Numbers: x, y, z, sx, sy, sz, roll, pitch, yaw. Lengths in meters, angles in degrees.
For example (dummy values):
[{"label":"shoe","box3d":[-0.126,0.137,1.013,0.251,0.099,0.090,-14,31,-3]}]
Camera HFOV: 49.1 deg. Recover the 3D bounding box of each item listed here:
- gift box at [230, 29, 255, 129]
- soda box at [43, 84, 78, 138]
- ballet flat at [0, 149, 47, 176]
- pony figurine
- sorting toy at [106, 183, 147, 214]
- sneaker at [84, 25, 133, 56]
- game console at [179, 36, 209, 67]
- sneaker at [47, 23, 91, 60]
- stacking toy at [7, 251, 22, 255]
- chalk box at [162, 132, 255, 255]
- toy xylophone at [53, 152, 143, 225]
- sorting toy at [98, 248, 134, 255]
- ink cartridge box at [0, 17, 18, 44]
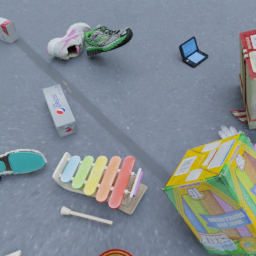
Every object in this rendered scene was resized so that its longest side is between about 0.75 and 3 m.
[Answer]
[{"label":"gift box","box3d":[4.836,-1.647,9.265,2.926,2.732,2.700,-4,51,22]},{"label":"soda box","box3d":[-2.368,-0.629,9.715,0.659,0.613,1.932,-20,55,-15]},{"label":"ballet flat","box3d":[-3.584,1.001,8.414,2.203,0.790,0.790,-8,53,-12]},{"label":"pony figurine","box3d":[4.107,0.571,8.253,2.393,1.993,2.310,-4,60,-22]},{"label":"sorting toy","box3d":[-0.111,1.871,8.080,1.061,0.194,0.982,22,55,22]},{"label":"sneaker","box3d":[-0.878,-3.515,10.889,2.457,1.046,0.959,-1,26,39]},{"label":"game console","box3d":[2.758,-3.179,11.680,1.069,0.622,0.941,-37,61,-24]},{"label":"sneaker","box3d":[-2.273,-3.574,11.887,1.008,0.930,2.286,34,64,16]},{"label":"stacking toy","box3d":[-3.116,3.814,6.491,1.694,0.715,1.533,-11,27,-12]},{"label":"chalk box","box3d":[2.477,1.822,6.615,2.735,1.693,1.701,53,47,-8]},{"label":"toy xylophone","box3d":[-0.881,1.610,7.837,2.555,0.642,1.871,3,51,12]},{"label":"sorting toy","box3d":[-0.031,3.869,5.933,1.613,1.102,2.684,-28,58,-20]},{"label":"ink cartridge box","box3d":[-5.614,-4.407,12.465,1.201,0.875,0.497,23,56,17]}]
